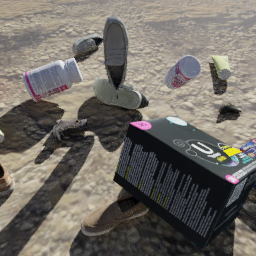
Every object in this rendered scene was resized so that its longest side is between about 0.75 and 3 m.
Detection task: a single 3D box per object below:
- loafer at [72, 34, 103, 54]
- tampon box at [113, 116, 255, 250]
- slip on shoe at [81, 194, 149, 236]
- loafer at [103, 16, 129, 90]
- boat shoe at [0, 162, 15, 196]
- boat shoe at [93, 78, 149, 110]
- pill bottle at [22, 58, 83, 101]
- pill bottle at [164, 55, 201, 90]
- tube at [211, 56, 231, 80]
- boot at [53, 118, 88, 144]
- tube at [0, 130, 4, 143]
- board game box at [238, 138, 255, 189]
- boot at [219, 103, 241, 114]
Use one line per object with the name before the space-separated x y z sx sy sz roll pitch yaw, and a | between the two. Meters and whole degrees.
loafer | -2.285 -4.869 16.175 0.855 0.857 2.450 13 40 27
tampon box | 1.531 1.163 7.460 2.968 1.874 2.224 32 26 33
slip on shoe | -0.334 2.274 7.638 2.004 0.607 0.762 -13 41 -16
loafer | -0.424 -2.702 10.513 0.985 2.816 0.983 -4 45 1
boat shoe | -4.287 1.255 8.761 2.118 0.760 0.802 26 46 29
boat shoe | -0.394 -1.453 12.105 2.821 1.013 0.954 24 19 33
pill bottle | -3.207 -2.138 12.108 2.277 1.291 1.291 -21 42 -3
pill bottle | 1.953 -1.985 10.330 0.848 1.496 0.848 3 78 -15
tube | 4.833 -3.283 14.485 0.688 0.615 2.370 39 33 -17
boot | -2.099 0.044 10.463 1.229 0.489 1.412 -1 37 0
tube | -5.125 0.028 10.602 0.466 0.417 1.605 17 14 -48
board game box | 4.560 1.198 8.963 1.936 0.598 1.938 -26 46 -29
boot | 4.217 -0.726 11.556 0.859 0.333 0.594 -27 52 -28
